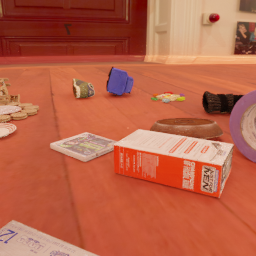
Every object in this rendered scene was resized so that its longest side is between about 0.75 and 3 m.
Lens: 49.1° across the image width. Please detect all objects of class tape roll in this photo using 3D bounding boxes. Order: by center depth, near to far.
[{"bbox_3d":[3.077,-0.062,5.942,0.698,1.642,1.642,-14,23,-40],"label":"tape roll"}]

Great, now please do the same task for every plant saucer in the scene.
[{"bbox_3d":[1.546,-0.033,7.570,1.980,0.341,1.980,0,9,0],"label":"plant saucer"}]

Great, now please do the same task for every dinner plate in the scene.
[{"bbox_3d":[-3.850,0.125,7.826,1.376,0.167,1.376,-1,17,0],"label":"dinner plate"}]

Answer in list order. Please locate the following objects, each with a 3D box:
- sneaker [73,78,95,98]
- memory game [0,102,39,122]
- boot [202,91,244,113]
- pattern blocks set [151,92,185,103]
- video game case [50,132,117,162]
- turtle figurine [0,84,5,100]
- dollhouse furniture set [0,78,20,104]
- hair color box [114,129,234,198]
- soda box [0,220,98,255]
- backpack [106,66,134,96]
[{"bbox_3d":[-2.107,-1.867,13.291,0.946,0.707,2.108,-2,22,-15],"label":"sneaker"},{"bbox_3d":[-4.566,-0.581,10.036,2.692,0.171,2.692,0,17,0],"label":"memory game"},{"bbox_3d":[3.557,-0.823,9.657,1.591,0.801,2.128,6,7,-5],"label":"boot"},{"bbox_3d":[1.822,-1.381,12.583,1.766,0.143,1.552,-15,23,-40],"label":"pattern blocks set"},{"bbox_3d":[-1.038,0.426,6.891,1.305,0.152,1.186,15,23,38],"label":"video game case"},{"bbox_3d":[-5.571,-1.365,11.427,1.248,0.839,1.667,-3,26,49],"label":"turtle figurine"},{"bbox_3d":[-4.774,-1.384,11.256,0.616,0.946,0.869,-4,59,-9],"label":"dollhouse furniture set"},{"bbox_3d":[0.883,0.604,5.509,2.071,0.662,1.149,8,19,28],"label":"hair color box"},{"bbox_3d":[-0.157,1.624,1.904,2.790,0.885,0.952,9,20,26],"label":"soda box"},{"bbox_3d":[-0.403,-2.133,13.331,1.263,1.223,1.505,20,8,-8],"label":"backpack"}]
